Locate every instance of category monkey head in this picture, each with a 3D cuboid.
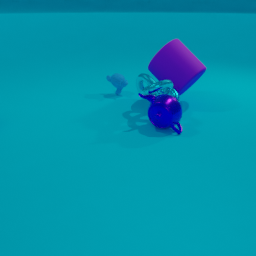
[{"bbox_3d":[-0.390,-1.623,10.280,0.614,0.733,1.019,19,5,-45],"label":"monkey head"}]

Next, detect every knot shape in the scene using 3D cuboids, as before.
[{"bbox_3d":[0.850,-1.116,8.188,1.481,0.684,1.385,21,3,8],"label":"knot shape"}]

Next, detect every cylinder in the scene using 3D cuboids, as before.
[{"bbox_3d":[1.598,-1.942,9.200,1.375,1.375,1.375,48,40,8],"label":"cylinder"}]

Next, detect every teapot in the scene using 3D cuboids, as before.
[{"bbox_3d":[0.900,-0.438,7.498,1.540,0.957,0.754,47,37,5],"label":"teapot"}]
